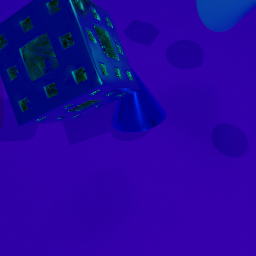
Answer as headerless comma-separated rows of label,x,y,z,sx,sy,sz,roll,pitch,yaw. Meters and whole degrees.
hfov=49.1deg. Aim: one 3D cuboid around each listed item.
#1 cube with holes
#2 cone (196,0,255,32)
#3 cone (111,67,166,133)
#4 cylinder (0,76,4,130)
cube with holes,-0.733,-0.790,3.460,1.132,1.132,1.132,-22,87,22
cone,2.207,-2.514,5.262,1.296,1.296,1.300,-25,24,-16
cone,0.101,-0.651,5.091,1.071,1.075,1.071,-9,30,5
cylinder,-2.946,-0.535,4.925,1.253,1.253,1.253,-2,55,-17
